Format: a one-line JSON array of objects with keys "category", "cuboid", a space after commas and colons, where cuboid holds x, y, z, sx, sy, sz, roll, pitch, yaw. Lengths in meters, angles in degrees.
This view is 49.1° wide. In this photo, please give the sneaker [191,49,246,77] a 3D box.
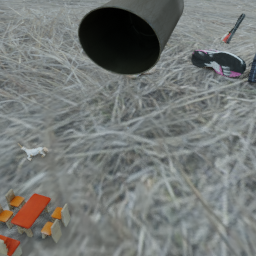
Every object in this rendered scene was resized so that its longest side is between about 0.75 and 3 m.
[{"category": "sneaker", "cuboid": [4.193, -3.121, 12.608, 1.101, 1.024, 2.550, -26, 43, -34]}]

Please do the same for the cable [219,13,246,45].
[{"category": "cable", "cuboid": [3.350, -3.156, 9.012, 0.282, 1.122, 0.545, 26, 33, 0]}]

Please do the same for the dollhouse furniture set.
[{"category": "dollhouse furniture set", "cuboid": [-2.088, 1.861, 5.577, 1.425, 0.734, 1.410, 11, 36, 15]}]

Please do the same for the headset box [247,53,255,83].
[{"category": "headset box", "cuboid": [6.273, -2.588, 11.772, 2.241, 1.040, 1.952, 16, 38, 22]}]

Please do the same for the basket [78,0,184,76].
[{"category": "basket", "cuboid": [0.358, -3.092, 8.114, 2.545, 1.920, 2.823, 10, 46, 31]}]

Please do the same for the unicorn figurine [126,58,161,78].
[{"category": "unicorn figurine", "cuboid": [0.457, -2.606, 12.287, 1.186, 0.638, 1.726, 31, 59, 23]}]

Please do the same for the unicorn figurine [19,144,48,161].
[{"category": "unicorn figurine", "cuboid": [-2.633, 0.663, 7.771, 0.792, 0.292, 0.544, 1, 22, -24]}]
